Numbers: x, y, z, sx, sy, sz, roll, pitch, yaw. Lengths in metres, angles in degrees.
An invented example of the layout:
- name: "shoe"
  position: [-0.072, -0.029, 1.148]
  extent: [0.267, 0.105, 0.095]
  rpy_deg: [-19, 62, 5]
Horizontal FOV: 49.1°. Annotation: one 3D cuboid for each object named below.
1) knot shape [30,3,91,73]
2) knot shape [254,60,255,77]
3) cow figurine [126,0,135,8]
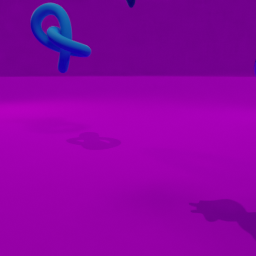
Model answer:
- name: "knot shape"
  position: [-1.597, -2.006, 6.742]
  extent: [0.749, 1.621, 1.517]
  rpy_deg: [-39, -14, -19]
- name: "knot shape"
  position: [2.525, -1.196, 4.139]
  extent: [1.240, 0.573, 1.160]
  rpy_deg: [-29, 2, -36]
- name: "cow figurine"
  position: [0.336, -1.799, 3.240]
  extent: [1.163, 0.648, 1.181]
  rpy_deg: [-20, 37, 10]
